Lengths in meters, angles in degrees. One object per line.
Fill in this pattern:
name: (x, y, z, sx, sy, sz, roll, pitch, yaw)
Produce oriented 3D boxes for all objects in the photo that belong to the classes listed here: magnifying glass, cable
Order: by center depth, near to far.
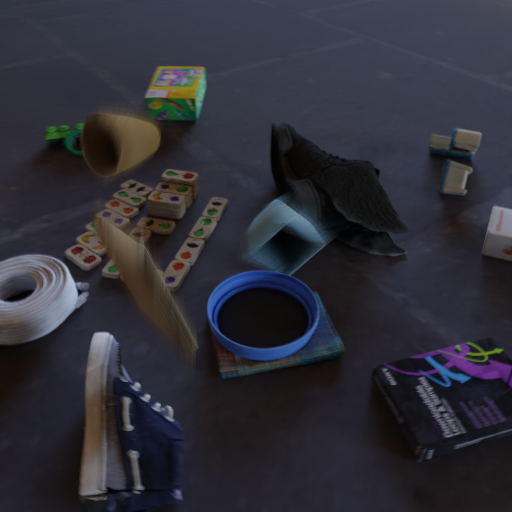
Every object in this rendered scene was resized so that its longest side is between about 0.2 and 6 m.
cable: (-3.758, 0.676, 8.934, 1.699, 0.588, 1.700, 12, 41, 15)
magnifying glass: (-3.694, -2.568, 13.132, 1.612, 0.181, 0.642, 14, 72, 9)

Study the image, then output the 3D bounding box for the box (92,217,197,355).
box: (-1.438, 0.320, 7.027, 0.192, 1.475, 1.804, -32, 27, -18)

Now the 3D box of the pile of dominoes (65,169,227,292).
pile of dominoes: (-2.068, -0.686, 10.700, 2.399, 0.490, 3.078, 10, 40, 12)

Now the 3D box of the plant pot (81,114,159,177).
plant pot: (-2.252, -1.965, 9.664, 1.035, 1.035, 1.111, 27, 31, 29)

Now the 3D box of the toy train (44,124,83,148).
toy train: (-4.154, -2.941, 13.584, 1.916, 0.400, 0.540, -8, 50, -10)

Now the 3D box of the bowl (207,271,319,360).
bowl: (0.103, 0.896, 8.629, 1.711, 0.336, 1.711, 1, 40, 0)

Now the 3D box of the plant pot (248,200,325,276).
plant pot: (0.432, -0.410, 9.611, 0.945, 0.942, 0.962, 32, 27, -35)

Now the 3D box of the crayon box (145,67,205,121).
crayon box: (-2.143, -4.440, 15.190, 1.318, 0.646, 2.219, 1, 39, 2)

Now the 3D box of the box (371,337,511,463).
box: (2.757, 1.890, 7.635, 1.959, 0.354, 1.401, -12, 41, -13)

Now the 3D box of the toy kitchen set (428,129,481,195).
toy kitchen set: (4.204, -2.003, 12.321, 1.013, 1.377, 1.719, 15, 5, 17)

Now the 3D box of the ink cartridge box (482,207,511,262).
ink cartridge box: (4.888, -0.321, 10.193, 1.321, 0.551, 0.958, 16, 42, 19)

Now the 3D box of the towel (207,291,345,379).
towel: (0.268, 1.178, 8.632, 1.896, 0.206, 1.390, -8, 39, -10)

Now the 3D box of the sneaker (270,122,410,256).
sneaker: (1.509, -1.465, 11.221, 2.008, 1.156, 3.851, -5, 44, -7)

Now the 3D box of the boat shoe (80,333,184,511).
boat shoe: (-1.548, 2.049, 7.121, 1.174, 0.945, 2.531, -1, 46, -12)
